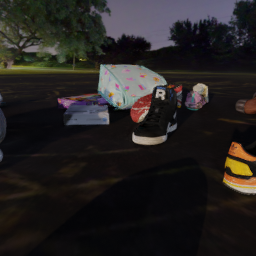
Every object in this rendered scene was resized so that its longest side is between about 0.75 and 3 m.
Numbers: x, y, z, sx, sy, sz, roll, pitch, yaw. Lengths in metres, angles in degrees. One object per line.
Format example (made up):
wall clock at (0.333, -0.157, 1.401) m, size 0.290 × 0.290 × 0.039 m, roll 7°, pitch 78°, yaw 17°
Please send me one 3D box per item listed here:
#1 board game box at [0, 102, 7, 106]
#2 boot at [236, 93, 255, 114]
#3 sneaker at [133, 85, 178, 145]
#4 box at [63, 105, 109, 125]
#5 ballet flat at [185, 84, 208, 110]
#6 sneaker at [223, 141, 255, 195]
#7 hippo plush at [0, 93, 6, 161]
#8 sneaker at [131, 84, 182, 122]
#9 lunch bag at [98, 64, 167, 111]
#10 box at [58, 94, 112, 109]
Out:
board game box at (-5.702, -0.960, 11.590) m, size 0.715 × 0.149 × 1.057 m, roll 9°, pitch 16°, yaw 34°
boot at (5.215, -0.803, 9.718) m, size 1.984 × 0.722 × 2.107 m, roll -9°, pitch 17°, yaw -34°
sneaker at (0.679, -0.414, 6.890) m, size 0.807 × 1.236 × 2.210 m, roll 6°, pitch 14°, yaw 21°
box at (-1.290, -0.447, 8.978) m, size 1.338 × 0.353 × 1.716 m, roll -1°, pitch 14°, yaw -6°
ballet flat at (2.910, -1.364, 11.599) m, size 0.881 × 0.907 × 2.549 m, roll 17°, pitch 18°, yaw 18°
sneaker at (2.244, 0.471, 4.138) m, size 1.753 × 0.789 × 0.613 m, roll -4°, pitch 14°, yaw -16°
hippo plush at (-3.126, -0.281, 4.398) m, size 2.699 × 2.150 × 2.170 m, roll 10°, pitch 17°, yaw 38°
sneaker at (0.978, -0.630, 8.467) m, size 2.143 × 0.881 × 0.834 m, roll -29°, pitch 28°, yaw -34°
lunch bag at (0.215, -1.482, 10.744) m, size 2.055 × 1.471 × 2.412 m, roll -7°, pitch 33°, yaw -29°
box at (-1.556, -1.068, 11.415) m, size 1.463 × 0.418 × 2.139 m, roll 10°, pitch 16°, yaw 31°
